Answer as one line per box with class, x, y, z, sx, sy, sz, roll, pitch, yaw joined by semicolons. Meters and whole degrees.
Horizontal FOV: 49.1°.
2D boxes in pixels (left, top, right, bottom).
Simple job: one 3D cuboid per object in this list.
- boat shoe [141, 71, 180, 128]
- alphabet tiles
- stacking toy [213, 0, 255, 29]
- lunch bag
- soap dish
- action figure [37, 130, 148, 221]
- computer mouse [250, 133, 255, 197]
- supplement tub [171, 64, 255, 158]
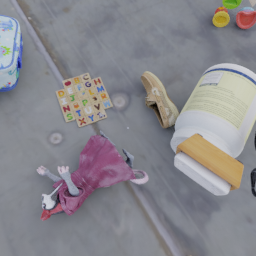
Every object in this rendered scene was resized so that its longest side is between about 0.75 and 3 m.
boat shoe;0.850;-0.903;8.599;0.638;0.705;1.978;-25;67;-13
alphabet tiles;-1.415;-0.935;8.973;1.550;0.059;1.863;-20;65;-9
stacking toy;3.906;-4.321;10.020;1.509;1.366;0.638;10;52;7
lunch bag;-4.508;-2.396;8.802;2.303;1.181;2.865;-2;53;-14
soap dish;1.410;0.684;5.050;1.130;1.436;0.583;35;83;16
action figure;-1.170;1.436;7.320;2.683;1.797;1.998;-48;111;-11
computer mouse;2.928;0.655;6.163;0.516;0.299;1.759;25;72;-15
supplement tub;2.424;-0.275;7.635;1.851;1.851;2.553;28;66;13
